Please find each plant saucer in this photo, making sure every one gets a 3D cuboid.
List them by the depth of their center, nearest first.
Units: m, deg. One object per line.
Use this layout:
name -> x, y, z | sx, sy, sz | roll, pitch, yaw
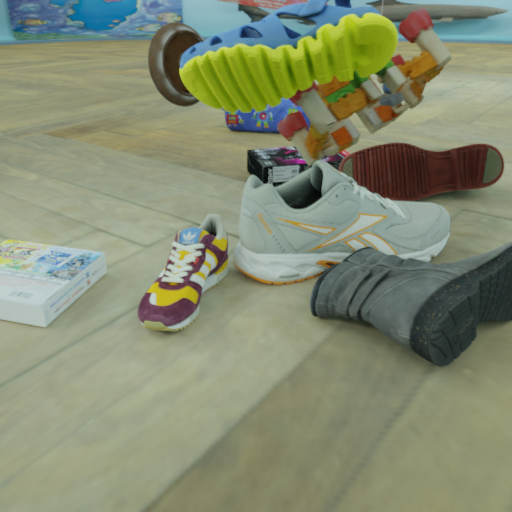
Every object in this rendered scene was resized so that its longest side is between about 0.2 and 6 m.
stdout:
plant saucer -> -1.123, -3.017, 8.825 | 0.205, 1.276, 1.276 | 8, 25, 44

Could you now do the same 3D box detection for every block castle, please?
block castle -> 1.545, -2.625, 8.656 | 2.493, 1.170, 1.666 | -31, -10, -9

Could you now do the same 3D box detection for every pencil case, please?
pencil case -> 0.374, -4.001, 15.526 | 2.603, 1.130, 1.016 | 5, 28, 8

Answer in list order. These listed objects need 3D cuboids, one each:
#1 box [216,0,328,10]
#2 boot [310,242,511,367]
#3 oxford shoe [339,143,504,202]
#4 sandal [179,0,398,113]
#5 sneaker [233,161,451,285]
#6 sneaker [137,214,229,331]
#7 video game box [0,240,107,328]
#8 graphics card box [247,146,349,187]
box -> 0.325, -4.965, 9.704 | 2.024, 0.958, 1.039 | 10, 52, 3
boot -> 2.251, 0.234, 7.271 | 2.968, 1.036, 1.954 | -16, 25, -38
oxford shoe -> 3.158, -1.627, 11.184 | 3.182, 1.121, 1.190 | 0, 4, -4
sandal -> 0.342, -2.701, 7.241 | 2.736, 1.087, 1.191 | -12, 60, 4
sneaker -> 1.389, -0.621, 8.223 | 3.481, 1.601, 1.318 | -8, 28, -17
sneaker -> -0.958, 0.153, 7.394 | 0.786, 0.945, 2.098 | 7, 27, 14
video game box -> -3.185, 0.319, 7.696 | 1.684, 0.394, 1.534 | 8, 30, 15
graphics card box -> 0.971, -1.963, 12.099 | 2.137, 0.543, 1.340 | -8, 28, -13
